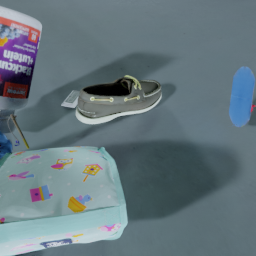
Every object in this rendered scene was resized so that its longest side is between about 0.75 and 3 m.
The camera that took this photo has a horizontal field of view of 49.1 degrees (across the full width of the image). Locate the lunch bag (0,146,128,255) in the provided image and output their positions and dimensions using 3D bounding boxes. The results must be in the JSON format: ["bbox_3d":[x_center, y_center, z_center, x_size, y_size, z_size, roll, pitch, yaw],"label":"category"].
[{"bbox_3d":[-1.202,1.204,4.726,2.129,1.524,2.499,-4,8,-11],"label":"lunch bag"}]

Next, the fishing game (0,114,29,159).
[{"bbox_3d":[-3.249,0.560,5.968,2.128,1.523,0.331,-19,46,-18],"label":"fishing game"}]

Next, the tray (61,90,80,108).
[{"bbox_3d":[-1.750,-0.962,8.980,0.470,0.097,0.875,10,42,13],"label":"tray"}]

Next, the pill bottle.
[{"bbox_3d":[-3.313,-1.443,7.188,1.662,2.984,1.662,13,9,-2],"label":"pill bottle"}]

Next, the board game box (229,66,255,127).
[{"bbox_3d":[3.020,-0.781,7.154,0.299,1.537,1.215,2,12,-3],"label":"board game box"}]

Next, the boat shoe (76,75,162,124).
[{"bbox_3d":[-0.109,-0.981,8.198,3.018,0.902,1.079,-20,48,-33],"label":"boat shoe"}]
